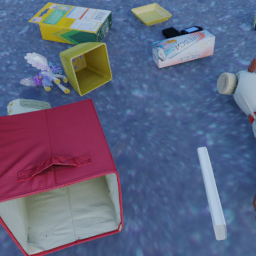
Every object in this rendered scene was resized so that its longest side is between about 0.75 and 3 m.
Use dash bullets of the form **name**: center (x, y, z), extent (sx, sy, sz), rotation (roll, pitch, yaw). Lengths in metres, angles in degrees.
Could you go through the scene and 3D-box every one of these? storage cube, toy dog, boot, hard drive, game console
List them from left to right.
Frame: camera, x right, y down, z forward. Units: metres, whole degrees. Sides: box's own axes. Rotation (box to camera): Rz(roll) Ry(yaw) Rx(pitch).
- **boot**: center (-3.131, 0.147, 7.257), extent (2.459, 0.886, 1.902), rotation (-9, 50, -16)
- **storage cube**: center (-1.351, 0.939, 5.658), extent (2.009, 2.350, 2.113), rotation (-13, 44, -11)
- **game console**: center (2.222, -3.842, 11.210), extent (1.617, 0.195, 0.953), rotation (-23, 53, -20)
- **hard drive**: center (1.526, 1.184, 5.107), extent (0.190, 0.939, 1.423), rotation (-12, 53, 13)
- **toy dog**: center (3.596, -0.901, 7.729), extent (1.746, 1.275, 2.648), rotation (-14, 51, -24)

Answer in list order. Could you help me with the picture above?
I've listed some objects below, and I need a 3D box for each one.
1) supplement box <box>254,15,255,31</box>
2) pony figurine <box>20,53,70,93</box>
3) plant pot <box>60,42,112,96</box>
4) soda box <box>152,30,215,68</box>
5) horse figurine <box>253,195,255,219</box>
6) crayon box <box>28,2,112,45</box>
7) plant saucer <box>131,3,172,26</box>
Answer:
- **supplement box**: center (5.812, -4.491, 11.409), extent (1.102, 0.740, 1.101), rotation (14, 50, 12)
- **pony figurine**: center (-2.600, -1.646, 8.876), extent (1.300, 1.121, 1.347), rotation (1, 35, -44)
- **plant pot**: center (-1.452, -2.029, 8.986), extent (1.297, 1.297, 1.144), rotation (-34, 46, -26)
- **soda box**: center (1.930, -2.768, 9.773), extent (2.091, 0.715, 0.665), rotation (-16, 43, -8)
- **horse figurine**: center (3.893, 1.174, 6.462), extent (1.924, 0.725, 2.903), rotation (16, 51, 12)
- **crayon box**: center (-2.213, -4.111, 11.096), extent (2.770, 0.714, 1.742), rotation (13, 50, 10)
- **plant saucer**: center (0.986, -4.805, 11.974), extent (1.310, 0.317, 1.310), rotation (-22, 52, -18)
